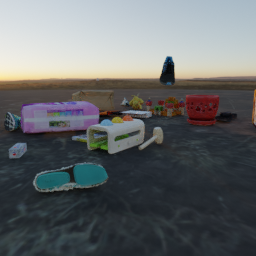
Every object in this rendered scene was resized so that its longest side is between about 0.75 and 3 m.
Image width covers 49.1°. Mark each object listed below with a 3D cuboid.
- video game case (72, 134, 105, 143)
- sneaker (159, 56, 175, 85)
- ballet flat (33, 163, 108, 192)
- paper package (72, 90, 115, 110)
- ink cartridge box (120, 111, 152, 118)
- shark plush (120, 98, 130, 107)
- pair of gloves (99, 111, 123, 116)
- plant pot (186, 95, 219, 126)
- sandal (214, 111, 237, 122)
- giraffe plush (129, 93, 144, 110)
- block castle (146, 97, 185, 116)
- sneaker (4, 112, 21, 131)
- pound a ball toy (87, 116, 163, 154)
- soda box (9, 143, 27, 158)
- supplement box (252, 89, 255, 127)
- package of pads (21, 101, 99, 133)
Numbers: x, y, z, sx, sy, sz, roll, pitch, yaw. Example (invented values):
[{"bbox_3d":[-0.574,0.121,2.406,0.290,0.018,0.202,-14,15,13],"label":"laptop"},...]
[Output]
[{"bbox_3d":[-1.311,0.329,9.605,0.835,0.118,0.924,7,13,37],"label":"video game case"},{"bbox_3d":[1.880,-2.726,13.348,0.735,0.822,2.007,3,39,2],"label":"sneaker"},{"bbox_3d":[-1.089,0.947,5.370,1.378,0.494,0.494,-3,11,-16],"label":"ballet flat"},{"bbox_3d":[-2.096,-1.600,16.777,2.126,1.154,2.230,-4,3,-22],"label":"paper package"},{"bbox_3d":[0.430,-0.717,14.948,1.332,0.290,1.156,6,13,31],"label":"ink cartridge box"},{"bbox_3d":[-0.024,-1.832,20.671,0.621,0.677,1.491,29,-3,-17],"label":"shark plush"},{"bbox_3d":[-1.655,-0.726,14.613,2.346,0.326,2.634,0,5,17],"label":"pair of gloves"},{"bbox_3d":[3.338,-0.833,12.658,1.447,1.318,1.447,0,11,0],"label":"plant pot"},{"bbox_3d":[4.871,-0.644,14.024,0.818,0.460,2.150,6,12,31],"label":"sandal"},{"bbox_3d":[0.573,-1.573,18.423,0.970,1.124,0.912,5,40,-4],"label":"giraffe plush"},{"bbox_3d":[2.154,-1.283,16.110,1.402,0.985,2.099,-7,12,-36],"label":"block castle"},{"bbox_3d":[-4.671,-0.292,11.561,0.747,0.727,1.875,5,7,-26],"label":"sneaker"},{"bbox_3d":[-0.009,0.125,8.498,1.407,0.916,2.157,7,13,34],"label":"pound a ball toy"},{"bbox_3d":[-3.010,0.611,7.673,0.267,0.248,0.781,-1,10,-6],"label":"soda box"},{"bbox_3d":[6.391,-0.702,11.167,2.340,1.575,2.372,3,11,17],"label":"supplement box"},{"bbox_3d":[-2.772,-0.470,11.269,2.914,1.102,1.756,-4,9,-23],"label":"package of pads"}]
